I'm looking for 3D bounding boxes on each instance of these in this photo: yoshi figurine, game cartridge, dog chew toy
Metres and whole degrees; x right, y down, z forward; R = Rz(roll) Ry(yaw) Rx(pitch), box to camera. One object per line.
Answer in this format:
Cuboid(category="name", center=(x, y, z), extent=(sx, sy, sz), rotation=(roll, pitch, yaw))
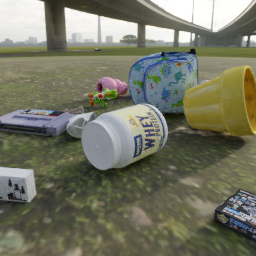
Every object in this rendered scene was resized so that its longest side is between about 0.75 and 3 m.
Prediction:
Cuboid(category="yoshi figurine", center=(-1.135, -1.510, 13.527), extent=(1.430, 0.804, 0.801), rotation=(-12, 38, 18))
Cuboid(category="game cartridge", center=(-3.491, -0.271, 10.649), extent=(2.772, 0.532, 1.797), rotation=(5, 23, 15))
Cuboid(category="dog chew toy", center=(-0.796, -2.209, 15.550), extent=(1.883, 1.173, 1.173), rotation=(-5, 17, -39))

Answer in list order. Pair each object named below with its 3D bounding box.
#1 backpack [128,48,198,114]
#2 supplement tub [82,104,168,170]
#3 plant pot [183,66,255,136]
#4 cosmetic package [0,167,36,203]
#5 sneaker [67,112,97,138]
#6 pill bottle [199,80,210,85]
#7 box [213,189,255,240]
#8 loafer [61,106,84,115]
Cuboid(category="backpack", center=(1.514, -1.910, 12.071), extent=(2.949, 2.698, 2.167), rotation=(-2, 18, 9))
Cuboid(category="supplement tub", center=(-0.066, 0.212, 7.539), extent=(1.469, 1.469, 2.026), rotation=(17, 25, 41))
Cuboid(category="plant pot", center=(3.234, -0.816, 9.795), extent=(2.169, 2.305, 2.305), rotation=(-7, 12, 35))
Cuboid(category="cosmetic package", center=(-2.757, 1.181, 5.978), extent=(1.489, 0.615, 0.377), rotation=(3, 18, 9))
Cuboid(category="sneaker", center=(-1.755, -0.086, 9.871), extent=(0.814, 0.715, 2.032), rotation=(-3, 11, 13))
Cuboid(category="pill bottle", center=(4.730, -1.983, 14.643), extent=(2.122, 1.174, 1.174), rotation=(-12, 22, -32))
Cuboid(category="box", center=(2.360, 1.614, 5.209), extent=(1.115, 0.277, 1.107), rotation=(17, 25, 41))
Cuboid(category="loafer", center=(-2.530, -0.709, 12.050), extent=(1.233, 0.388, 0.443), rotation=(-6, 19, -17))
